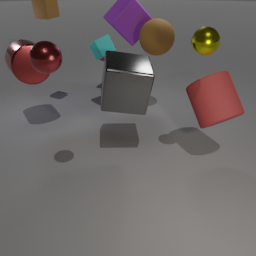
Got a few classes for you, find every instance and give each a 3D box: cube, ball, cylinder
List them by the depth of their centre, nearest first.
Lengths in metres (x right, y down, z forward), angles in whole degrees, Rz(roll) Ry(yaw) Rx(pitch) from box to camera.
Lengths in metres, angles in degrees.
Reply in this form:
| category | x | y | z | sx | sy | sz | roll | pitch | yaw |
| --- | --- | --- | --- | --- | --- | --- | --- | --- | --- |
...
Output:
| category | x | y | z | sx | sy | sz | roll | pitch | yaw |
| --- | --- | --- | --- | --- | --- | --- | --- | --- | --- |
| ball | -1.790 | -1.540 | 6.114 | 0.700 | 0.700 | 0.700 | 0 | 28 | 0 |
| ball | 1.944 | -2.173 | 7.012 | 0.700 | 0.700 | 0.700 | 0 | 28 | 0 |
| cube | -0.075 | -1.402 | 8.651 | 1.400 | 1.400 | 1.400 | 5 | 37 | -9 |
| cylinder | 2.707 | -0.856 | 8.781 | 1.400 | 1.400 | 1.400 | -19 | -7 | -2 |
| cylinder | -3.635 | -2.424 | 10.217 | 1.400 | 1.400 | 1.400 | -15 | 29 | -26 |
| cube | -3.145 | -4.590 | 10.694 | 0.700 | 0.700 | 0.700 | 15 | 36 | 25 |
| ball | 1.141 | -3.579 | 11.064 | 1.400 | 1.400 | 1.400 | 0 | 28 | 0 |
| cube | -1.041 | -3.263 | 11.376 | 0.700 | 0.700 | 0.700 | -34 | 16 | -22 |
| cube | 0.023 | -4.716 | 12.163 | 1.400 | 1.400 | 1.400 | 37 | 14 | -36 |
| cube | -1.126 | -3.795 | 14.085 | 0.700 | 0.700 | 0.700 | 23 | 33 | 13 |
